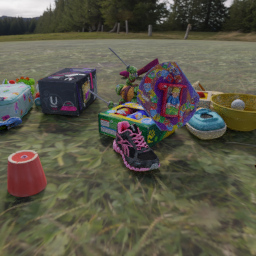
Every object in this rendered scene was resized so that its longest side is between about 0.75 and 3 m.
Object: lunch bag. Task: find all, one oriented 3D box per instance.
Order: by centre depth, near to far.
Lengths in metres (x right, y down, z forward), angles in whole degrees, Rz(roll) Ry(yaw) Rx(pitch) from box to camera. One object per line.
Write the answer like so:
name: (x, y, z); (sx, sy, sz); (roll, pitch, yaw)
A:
lunch bag: (-5.505, -1.080, 11.956); (2.301, 1.106, 2.870); (0, 22, -1)

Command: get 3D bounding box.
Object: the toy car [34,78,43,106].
toy car: (-4.018, -1.815, 13.623); (1.062, 1.201, 1.107); (-1, 23, -2)

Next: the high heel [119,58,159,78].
high heel: (0.755, -4.120, 19.099); (2.703, 1.299, 0.911); (-2, 22, -5)

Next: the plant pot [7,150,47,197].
plant pot: (-2.564, 1.085, 7.009); (0.979, 0.867, 0.979); (1, 22, 0)

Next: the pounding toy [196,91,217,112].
pounding toy: (3.174, -1.161, 12.193); (2.060, 1.073, 2.345); (7, 24, 17)

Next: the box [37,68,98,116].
box: (-2.656, -1.772, 13.050); (1.769, 1.535, 2.894); (4, 23, 11)

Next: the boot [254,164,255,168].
boot: (3.942, 1.148, 7.606); (0.658, 0.313, 0.850); (-4, 11, -11)

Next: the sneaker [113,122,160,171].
sneaker: (0.189, 0.459, 8.277); (0.887, 1.071, 2.245); (-8, 24, -27)

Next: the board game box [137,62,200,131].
board game box: (1.329, -0.896, 8.518); (1.700, 2.152, 0.419); (-42, 21, -6)

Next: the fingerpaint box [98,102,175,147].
fingerpaint box: (0.336, -0.212, 10.226); (2.219, 0.814, 1.851); (17, 28, 35)

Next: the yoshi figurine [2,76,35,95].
yoshi figurine: (-5.768, -1.927, 14.619); (2.017, 1.134, 1.129); (-17, -16, -5)

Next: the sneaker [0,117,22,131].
sneaker: (-4.506, -0.084, 10.583); (1.038, 0.408, 0.463); (-24, 42, -32)

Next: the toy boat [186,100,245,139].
toy boat: (3.186, -0.392, 10.195); (2.189, 1.017, 1.840); (-10, 24, -8)

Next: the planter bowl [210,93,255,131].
planter bowl: (4.345, -0.538, 10.733); (2.469, 1.028, 2.469); (1, 22, -1)

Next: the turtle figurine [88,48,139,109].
turtle figurine: (-0.083, -1.570, 12.094); (2.716, 2.801, 2.016); (28, 68, 41)

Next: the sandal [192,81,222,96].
sandal: (3.826, -2.090, 14.806); (2.449, 0.805, 0.898); (8, 23, 18)
